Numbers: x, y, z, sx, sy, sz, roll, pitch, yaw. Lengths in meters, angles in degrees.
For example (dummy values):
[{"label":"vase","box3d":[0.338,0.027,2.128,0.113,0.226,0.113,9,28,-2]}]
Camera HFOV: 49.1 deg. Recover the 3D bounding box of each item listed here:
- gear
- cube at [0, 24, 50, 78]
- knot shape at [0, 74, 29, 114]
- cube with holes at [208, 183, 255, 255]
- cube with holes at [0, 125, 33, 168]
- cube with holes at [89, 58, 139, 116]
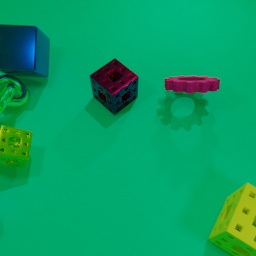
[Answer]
[{"label":"gear","box3d":[1.933,-1.344,8.511,1.620,0.300,1.620,-1,17,0]},{"label":"cube","box3d":[-3.308,-2.359,8.772,1.329,1.329,1.329,3,92,1]},{"label":"knot shape","box3d":[-3.883,-0.921,8.311,1.909,0.882,1.787,-15,30,-25]},{"label":"cube with holes","box3d":[2.814,2.256,6.372,1.230,1.230,1.230,30,63,13]},{"label":"cube with holes","box3d":[-3.079,0.521,7.447,0.792,0.792,0.792,14,59,-27]},{"label":"cube with holes","box3d":[-0.413,-1.277,8.715,1.040,1.040,1.040,-40,67,-21]}]
